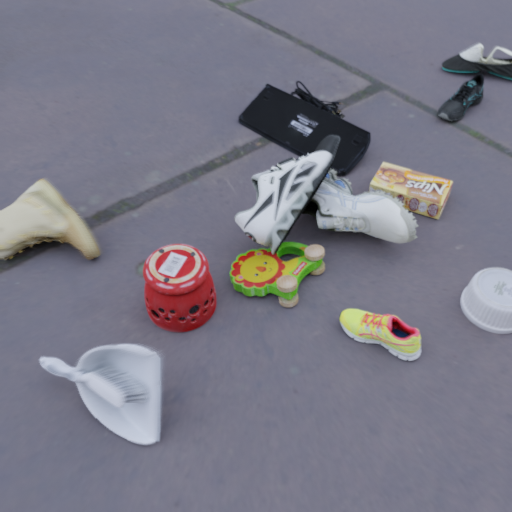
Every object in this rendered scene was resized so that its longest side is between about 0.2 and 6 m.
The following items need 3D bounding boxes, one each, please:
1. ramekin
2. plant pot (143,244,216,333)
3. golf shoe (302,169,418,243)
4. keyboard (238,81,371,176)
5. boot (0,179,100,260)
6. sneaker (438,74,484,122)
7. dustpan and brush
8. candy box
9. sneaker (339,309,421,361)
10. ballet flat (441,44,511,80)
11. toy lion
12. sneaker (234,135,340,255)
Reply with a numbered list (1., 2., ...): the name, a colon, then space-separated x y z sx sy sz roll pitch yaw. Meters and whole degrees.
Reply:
1. ramekin: 4.463 0.769 10.337 1.208 0.634 1.208 0 46 0
2. plant pot: -1.391 0.545 10.187 1.314 1.196 1.314 1 47 -1
3. golf shoe: 1.945 -0.771 11.565 1.356 1.092 2.790 -36 43 -24
4. keyboard: 1.380 -3.296 14.452 3.616 0.716 1.882 35 79 28
5. boot: -4.389 -0.371 11.339 1.696 0.794 2.182 -39 74 -19
6. sneaker: 5.551 -4.291 15.134 0.716 0.753 1.899 34 56 26
7. dustpan and brush: -2.519 1.951 8.804 2.296 1.602 0.657 17 22 36
8. candy box: 3.465 -1.486 12.623 1.648 0.456 0.952 21 50 19
9. sneaker: 2.206 1.230 9.856 1.533 0.692 0.599 20 51 21
10. ballet flat: 6.752 -5.765 16.482 2.394 0.819 0.814 11 39 10
11. toy lion: 0.345 0.247 10.996 1.541 0.552 1.608 22 49 30
12. sneaker: 0.632 -1.524 11.223 1.273 1.066 2.876 33 71 7
